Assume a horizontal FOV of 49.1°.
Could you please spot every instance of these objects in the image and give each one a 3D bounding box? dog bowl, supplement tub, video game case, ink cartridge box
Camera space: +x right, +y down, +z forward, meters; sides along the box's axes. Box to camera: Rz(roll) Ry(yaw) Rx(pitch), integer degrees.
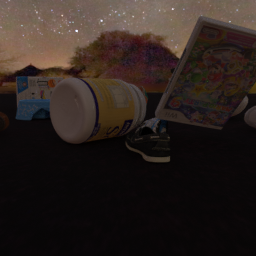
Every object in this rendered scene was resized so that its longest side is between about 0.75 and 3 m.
[{"bbox_3d":[-2.946,-0.749,11.064,2.976,0.738,1.659,2,9,8],"label":"dog bowl"},{"bbox_3d":[-0.665,-0.459,6.762,1.467,1.467,2.018,8,11,42],"label":"supplement tub"},{"bbox_3d":[1.865,-1.020,6.182,1.821,2.543,0.229,9,45,-13],"label":"video game case"},{"bbox_3d":[-4.724,-1.881,15.082,2.346,1.727,1.697,-4,10,-24],"label":"ink cartridge box"}]

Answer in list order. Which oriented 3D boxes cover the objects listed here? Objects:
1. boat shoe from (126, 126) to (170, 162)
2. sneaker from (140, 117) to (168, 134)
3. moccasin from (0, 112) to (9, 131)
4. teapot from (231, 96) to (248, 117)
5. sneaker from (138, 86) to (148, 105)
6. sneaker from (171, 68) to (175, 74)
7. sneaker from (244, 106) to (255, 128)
[{"bbox_3d":[0.367,0.225,5.422,0.585,0.551,1.630,-4,8,-17],"label":"boat shoe"},{"bbox_3d":[0.676,-0.068,7.408,0.636,0.550,1.468,-2,7,22],"label":"sneaker"},{"bbox_3d":[-4.025,-0.195,7.751,2.068,0.756,0.798,-6,13,30],"label":"moccasin"},{"bbox_3d":[3.752,-1.011,11.180,1.808,1.321,1.785,19,32,-12],"label":"teapot"},{"bbox_3d":[0.504,-0.856,9.242,0.363,1.018,0.407,-8,-18,29],"label":"sneaker"},{"bbox_3d":[2.387,-2.254,12.677,0.725,1.087,1.897,-14,15,12],"label":"sneaker"},{"bbox_3d":[3.967,-0.181,7.240,0.988,0.855,2.281,-13,14,-34],"label":"sneaker"}]
